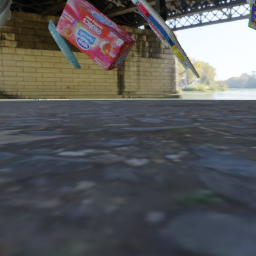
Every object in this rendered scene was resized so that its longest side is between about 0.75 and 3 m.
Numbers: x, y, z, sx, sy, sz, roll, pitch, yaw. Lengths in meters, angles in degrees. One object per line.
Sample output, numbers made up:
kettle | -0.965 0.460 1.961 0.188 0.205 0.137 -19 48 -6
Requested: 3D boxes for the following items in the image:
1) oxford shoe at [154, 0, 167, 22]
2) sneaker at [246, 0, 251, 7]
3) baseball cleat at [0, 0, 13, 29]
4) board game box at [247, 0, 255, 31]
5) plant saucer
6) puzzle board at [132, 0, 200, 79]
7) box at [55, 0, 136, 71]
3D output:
oxford shoe | 1.260 -4.531 10.997 0.397 1.092 0.461 -10 14 -30
sneaker | 3.615 -3.411 7.377 1.077 1.374 2.764 4 1 20
baseball cleat | -2.803 -3.010 5.430 1.473 0.965 2.768 -5 -29 -38
board game box | 3.095 -2.453 5.836 1.019 0.339 1.516 36 0 23
plant saucer | -1.727 -2.211 7.571 0.200 1.459 1.459 -32 8 0
puzzle board | 0.630 -2.021 5.720 0.184 2.112 1.591 -37 -35 13
box | -0.736 -2.135 6.435 1.621 0.808 0.774 40 30 7
